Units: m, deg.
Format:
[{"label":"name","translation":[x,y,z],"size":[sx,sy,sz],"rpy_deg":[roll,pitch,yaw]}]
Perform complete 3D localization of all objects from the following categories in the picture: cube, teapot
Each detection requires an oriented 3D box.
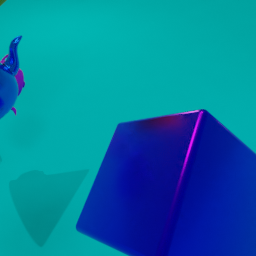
[{"label":"cube","translation":[0.434,0.645,2.537],"size":[1.129,1.129,1.129],"rpy_deg":[-8,55,53]},{"label":"teapot","translation":[-2.256,-0.840,5.310],"size":[0.586,1.197,0.744],"rpy_deg":[7,-9,-44]},{"label":"teapot","translation":[-1.625,-0.484,2.999],"size":[0.849,0.669,1.366],"rpy_deg":[38,67,20]}]

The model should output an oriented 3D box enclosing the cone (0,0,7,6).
[{"label":"cone","translation":[-1.957,-2.713,4.612],"size":[1.552,1.546,1.546],"rpy_deg":[-28,51,-29]}]
